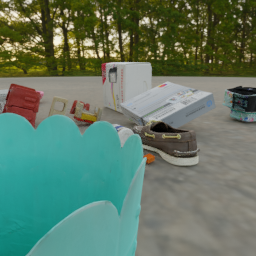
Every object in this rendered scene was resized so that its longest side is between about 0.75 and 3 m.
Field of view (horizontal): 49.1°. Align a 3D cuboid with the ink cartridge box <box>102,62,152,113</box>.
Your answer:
[{"bbox_3d":[-0.136,-1.711,11.575,1.149,1.981,2.684,-7,14,-21],"label":"ink cartridge box"}]

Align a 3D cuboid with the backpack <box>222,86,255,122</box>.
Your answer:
[{"bbox_3d":[4.076,-0.863,9.574,1.403,1.190,1.581,-4,22,-25],"label":"backpack"}]

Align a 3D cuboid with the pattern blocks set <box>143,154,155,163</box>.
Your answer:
[{"bbox_3d":[-0.205,0.604,5.511,1.430,0.132,1.626,4,13,15],"label":"pattern blocks set"}]

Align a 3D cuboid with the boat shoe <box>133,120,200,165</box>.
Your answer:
[{"bbox_3d":[0.726,0.178,6.174,0.807,0.668,2.246,-6,14,-24],"label":"boat shoe"}]

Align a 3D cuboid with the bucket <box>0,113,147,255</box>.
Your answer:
[{"bbox_3d":[-1.007,0.803,1.589,2.274,1.479,2.274,1,12,0],"label":"bucket"}]

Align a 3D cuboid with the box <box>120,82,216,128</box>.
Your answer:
[{"bbox_3d":[1.048,-0.662,8.352,1.910,0.505,2.451,-27,25,-13],"label":"box"}]

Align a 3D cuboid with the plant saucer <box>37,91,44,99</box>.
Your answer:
[{"bbox_3d":[-5.300,-1.479,13.800,2.219,0.562,2.219,-1,12,0],"label":"plant saucer"}]

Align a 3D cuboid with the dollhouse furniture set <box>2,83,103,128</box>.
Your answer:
[{"bbox_3d":[-2.414,-0.479,8.862,2.793,1.136,1.503,13,6,-25],"label":"dollhouse furniture set"}]

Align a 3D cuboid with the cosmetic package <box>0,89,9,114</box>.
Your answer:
[{"bbox_3d":[-4.828,-0.989,10.852,1.119,0.945,2.096,-7,17,-16],"label":"cosmetic package"}]

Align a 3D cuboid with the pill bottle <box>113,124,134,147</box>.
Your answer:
[{"bbox_3d":[-0.241,0.164,6.722,0.464,0.464,0.835,-7,14,-28],"label":"pill bottle"}]
